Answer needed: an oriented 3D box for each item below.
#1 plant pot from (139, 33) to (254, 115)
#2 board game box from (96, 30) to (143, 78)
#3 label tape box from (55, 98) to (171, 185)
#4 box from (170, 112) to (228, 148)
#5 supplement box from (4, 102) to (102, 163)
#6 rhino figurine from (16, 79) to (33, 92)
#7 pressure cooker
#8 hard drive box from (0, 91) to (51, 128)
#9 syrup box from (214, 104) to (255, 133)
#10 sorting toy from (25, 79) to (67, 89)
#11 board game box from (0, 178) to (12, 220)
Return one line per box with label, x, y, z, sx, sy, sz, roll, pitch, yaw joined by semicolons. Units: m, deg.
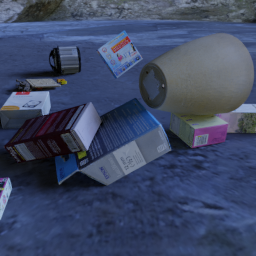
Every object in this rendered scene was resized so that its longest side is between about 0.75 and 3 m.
plant pot;1.815;-1.462;8.567;2.799;2.622;2.622;-15;30;-30
board game box;-0.314;-2.714;10.397;1.265;1.238;0.353;-38;16;-8
label tape box;-0.560;0.495;7.944;2.924;0.966;2.095;-30;31;-2
box;2.358;-0.053;9.531;1.304;0.717;1.482;-9;29;-20
supplement box;-2.119;0.161;7.981;2.465;0.751;1.342;-11;33;24
rhino figurine;-5.053;-2.010;13.772;0.619;0.423;1.416;14;14;-40
pressure cooker;-3.731;-4.029;16.549;1.810;1.617;1.592;-7;31;-16
hard drive box;-3.936;-0.755;10.947;1.512;0.745;1.940;-3;26;-7
syrup box;4.182;-0.355;10.045;2.082;0.820;0.848;1;26;3
sorting toy;-4.104;-2.287;14.532;2.015;0.270;1.502;-8;25;-34
board game box;-3.299;1.661;6.527;0.850;0.370;1.153;-5;27;-8
